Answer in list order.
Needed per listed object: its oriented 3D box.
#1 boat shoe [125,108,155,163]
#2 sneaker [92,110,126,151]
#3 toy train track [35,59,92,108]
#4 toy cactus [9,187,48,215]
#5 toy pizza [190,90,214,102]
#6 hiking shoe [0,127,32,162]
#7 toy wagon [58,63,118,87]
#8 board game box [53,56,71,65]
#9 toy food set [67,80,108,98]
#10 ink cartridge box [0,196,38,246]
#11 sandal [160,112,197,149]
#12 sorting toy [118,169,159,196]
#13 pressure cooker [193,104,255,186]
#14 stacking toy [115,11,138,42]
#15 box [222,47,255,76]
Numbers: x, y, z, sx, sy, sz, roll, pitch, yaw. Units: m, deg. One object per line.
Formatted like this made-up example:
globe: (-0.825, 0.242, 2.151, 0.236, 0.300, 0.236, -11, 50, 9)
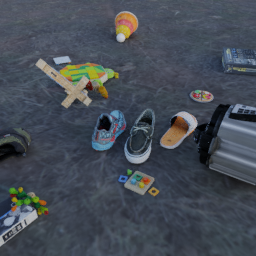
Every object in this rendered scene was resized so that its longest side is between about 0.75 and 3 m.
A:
boat shoe: (0.410, 0.158, 9.440, 0.871, 0.857, 2.417, 6, 36, 9)
sneaker: (-0.600, -0.146, 9.739, 0.831, 1.001, 2.095, 9, 37, 13)
toy train track: (-2.333, -1.655, 10.481, 1.416, 2.469, 0.402, -53, 28, -4)
toy cactus: (-2.556, 1.895, 7.254, 1.117, 0.571, 0.921, 24, -7, -10)
toy pizza: (3.224, -1.428, 12.238, 1.014, 0.161, 1.014, 0, 36, 0)
hiking shoe: (-4.408, 0.557, 8.803, 2.514, 0.952, 1.266, -5, 33, -8)
toy wagon: (-1.855, -2.549, 13.452, 2.831, 0.560, 2.196, -11, 38, -15)
board game box: (-3.631, -3.718, 15.464, 0.827, 0.107, 0.827, -14, 38, -18)
toy food set: (-1.715, -1.524, 12.045, 1.636, 0.736, 0.781, -14, 64, 7)
ink cartridge box: (-3.224, 2.411, 6.766, 0.910, 0.359, 1.830, 25, 44, 30)
sandal: (1.866, -0.079, 9.954, 0.857, 0.641, 2.237, 19, 40, 24)
sorting toy: (0.339, 1.546, 8.106, 1.254, 0.171, 0.706, 20, 40, 25)
pressure cooker: (3.073, 0.399, 8.111, 2.336, 2.055, 2.087, 20, 66, 26)
stacking toy: (-0.271, -6.418, 18.365, 1.599, 1.599, 2.189, 6, 52, 9)
box: (5.965, -3.551, 14.819, 1.801, 0.583, 2.284, 7, 37, 9)
